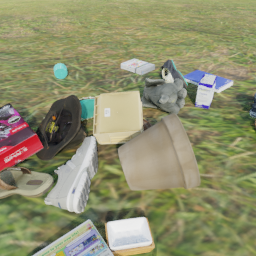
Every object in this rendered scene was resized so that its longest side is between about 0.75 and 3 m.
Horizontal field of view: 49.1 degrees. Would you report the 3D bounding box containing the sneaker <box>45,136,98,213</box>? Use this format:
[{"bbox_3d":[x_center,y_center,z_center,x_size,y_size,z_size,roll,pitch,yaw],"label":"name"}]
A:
[{"bbox_3d":[-1.653,1.210,8.647,1.205,1.098,2.939,3,33,6],"label":"sneaker"}]

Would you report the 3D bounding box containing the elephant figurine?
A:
[{"bbox_3d":[1.249,-1.485,12.580,2.391,1.855,1.692,18,66,36],"label":"elephant figurine"}]

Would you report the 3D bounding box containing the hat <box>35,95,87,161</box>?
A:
[{"bbox_3d":[-2.204,0.147,9.983,1.099,2.724,2.724,33,12,-38],"label":"hat"}]

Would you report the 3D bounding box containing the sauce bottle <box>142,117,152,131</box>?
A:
[{"bbox_3d":[0.409,-0.052,10.897,0.791,0.791,2.445,-20,37,-28],"label":"sauce bottle"}]

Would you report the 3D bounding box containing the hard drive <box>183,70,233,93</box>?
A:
[{"bbox_3d":[4.341,-2.595,15.313,1.478,0.284,2.240,-27,42,-36],"label":"hard drive"}]

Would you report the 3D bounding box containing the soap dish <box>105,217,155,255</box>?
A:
[{"bbox_3d":[0.024,2.703,6.919,1.107,0.450,0.871,-5,33,-8],"label":"soap dish"}]

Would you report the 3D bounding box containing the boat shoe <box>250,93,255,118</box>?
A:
[{"bbox_3d":[6.212,-1.318,12.660,0.782,1.004,2.212,22,39,30],"label":"boat shoe"}]

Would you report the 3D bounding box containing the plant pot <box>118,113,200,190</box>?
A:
[{"bbox_3d":[0.824,0.921,8.377,1.977,2.279,2.279,-18,34,1],"label":"plant pot"}]

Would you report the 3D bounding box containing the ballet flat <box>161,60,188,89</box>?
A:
[{"bbox_3d":[2.403,-2.798,15.194,1.008,1.008,2.759,-5,39,-8],"label":"ballet flat"}]

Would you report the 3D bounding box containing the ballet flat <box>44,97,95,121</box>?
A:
[{"bbox_3d":[-2.308,-0.672,11.708,2.830,1.070,0.904,-26,30,-37],"label":"ballet flat"}]

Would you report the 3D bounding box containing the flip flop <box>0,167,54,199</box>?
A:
[{"bbox_3d":[-3.339,1.508,8.152,2.540,0.731,1.030,-3,39,25],"label":"flip flop"}]

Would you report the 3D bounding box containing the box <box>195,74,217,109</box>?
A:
[{"bbox_3d":[3.639,-1.714,13.057,0.651,1.240,1.141,13,35,19],"label":"box"}]

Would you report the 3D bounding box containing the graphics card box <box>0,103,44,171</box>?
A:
[{"bbox_3d":[-4.508,0.286,10.112,1.835,0.744,2.925,-33,42,-21],"label":"graphics card box"}]

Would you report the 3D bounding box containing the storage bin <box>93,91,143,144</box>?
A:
[{"bbox_3d":[-0.334,-0.371,10.173,1.706,0.805,1.718,-4,61,5],"label":"storage bin"}]

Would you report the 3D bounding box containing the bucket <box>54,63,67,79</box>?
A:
[{"bbox_3d":[-3.814,-3.196,15.828,0.797,0.797,0.519,-7,45,-10],"label":"bucket"}]

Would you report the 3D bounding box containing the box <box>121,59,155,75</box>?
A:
[{"bbox_3d":[0.599,-3.746,17.067,1.674,0.345,1.305,26,41,36],"label":"box"}]

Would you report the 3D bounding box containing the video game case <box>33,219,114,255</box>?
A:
[{"bbox_3d":[-1.253,3.140,6.176,1.862,0.205,1.695,-29,42,-20],"label":"video game case"}]
